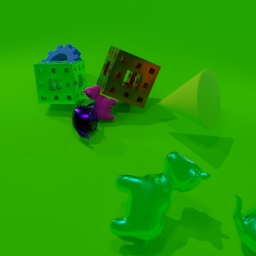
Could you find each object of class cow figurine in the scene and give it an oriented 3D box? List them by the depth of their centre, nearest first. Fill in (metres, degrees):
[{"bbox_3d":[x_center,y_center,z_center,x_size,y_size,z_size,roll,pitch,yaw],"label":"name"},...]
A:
[{"bbox_3d":[0.589,1.245,5.035,1.653,0.922,1.680,5,75,9],"label":"cow figurine"},{"bbox_3d":[-0.869,-0.728,8.275,1.023,1.040,0.571,7,6,-17],"label":"cow figurine"}]

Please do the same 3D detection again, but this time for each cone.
[{"bbox_3d":[1.427,-0.683,7.362,1.512,1.507,1.507,-1,27,38],"label":"cone"}]

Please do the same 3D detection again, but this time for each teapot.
[{"bbox_3d":[2.308,1.686,4.712,1.552,0.760,0.965,32,8,-2],"label":"teapot"},{"bbox_3d":[-1.134,-0.188,7.713,0.668,0.848,1.364,-4,51,15],"label":"teapot"}]

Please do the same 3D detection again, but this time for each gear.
[{"bbox_3d":[-2.526,-2.266,10.350,1.805,0.334,1.805,-12,61,23],"label":"gear"}]

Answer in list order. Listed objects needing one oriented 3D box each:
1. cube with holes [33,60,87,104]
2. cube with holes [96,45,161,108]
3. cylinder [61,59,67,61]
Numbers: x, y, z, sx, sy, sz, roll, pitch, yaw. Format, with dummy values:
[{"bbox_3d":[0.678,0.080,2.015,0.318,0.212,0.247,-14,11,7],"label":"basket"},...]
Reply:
[{"bbox_3d":[-2.115,-1.503,9.027,1.224,1.224,1.224,1,18,9],"label":"cube with holes"},{"bbox_3d":[-0.044,-1.627,8.782,1.364,1.364,1.364,18,15,-20],"label":"cube with holes"},{"bbox_3d":[-2.474,-2.483,11.197,0.825,0.825,0.825,23,40,30],"label":"cylinder"}]
